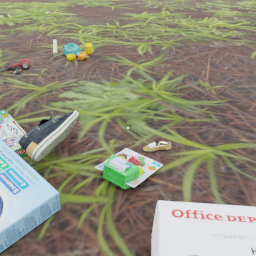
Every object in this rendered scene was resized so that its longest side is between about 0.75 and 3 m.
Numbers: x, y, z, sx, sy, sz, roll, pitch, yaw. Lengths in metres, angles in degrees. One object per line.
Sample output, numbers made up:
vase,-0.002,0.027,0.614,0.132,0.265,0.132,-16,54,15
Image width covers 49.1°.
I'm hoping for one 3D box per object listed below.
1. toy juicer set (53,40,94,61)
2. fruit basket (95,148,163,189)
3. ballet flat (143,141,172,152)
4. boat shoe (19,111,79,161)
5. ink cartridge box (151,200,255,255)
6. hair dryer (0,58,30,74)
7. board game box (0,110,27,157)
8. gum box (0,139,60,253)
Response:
toy juicer set,-2.924,-3.786,14.133,2.176,0.592,1.384,9,51,6
fruit basket,0.043,0.885,6.778,1.171,0.593,1.264,23,36,31
ballet flat,0.804,0.482,7.699,0.790,0.249,0.271,-5,33,-7
boat shoe,-1.966,0.028,7.295,0.695,0.833,2.232,33,33,3
ink cartridge box,1.374,2.477,3.712,2.103,1.233,2.872,2,35,3
hair dryer,-5.049,-2.909,12.829,1.102,0.393,1.447,12,34,20
board game box,-3.830,0.291,7.915,1.577,0.341,2.343,-24,40,-33
gum box,-3.252,1.531,5.429,2.463,0.646,2.899,32,44,28
